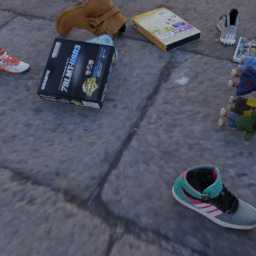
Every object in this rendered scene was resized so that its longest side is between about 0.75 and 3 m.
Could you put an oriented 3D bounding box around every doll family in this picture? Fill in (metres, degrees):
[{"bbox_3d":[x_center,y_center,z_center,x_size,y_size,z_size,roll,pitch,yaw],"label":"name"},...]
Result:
[{"bbox_3d":[3.793,-0.993,8.037,1.621,2.805,1.101,16,8,36],"label":"doll family"}]

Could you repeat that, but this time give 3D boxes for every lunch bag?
[{"bbox_3d":[-1.076,-2.713,10.169,1.306,0.539,1.050,-27,93,-20],"label":"lunch bag"}]

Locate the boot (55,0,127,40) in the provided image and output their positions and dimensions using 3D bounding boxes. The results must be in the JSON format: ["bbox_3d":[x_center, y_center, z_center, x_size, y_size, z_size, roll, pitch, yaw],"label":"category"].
[{"bbox_3d":[-1.477,-4.100,11.022,2.223,2.863,1.098,41,44,-11],"label":"boot"}]

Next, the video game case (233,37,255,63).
[{"bbox_3d":[4.926,-2.905,10.820,1.449,0.183,1.590,18,52,15],"label":"video game case"}]

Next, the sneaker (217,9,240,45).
[{"bbox_3d":[4.214,-4.427,11.480,0.766,1.180,2.043,5,49,4],"label":"sneaker"}]

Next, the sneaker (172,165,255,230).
[{"bbox_3d":[2.013,1.467,6.234,2.039,1.231,0.852,20,56,17],"label":"sneaker"}]

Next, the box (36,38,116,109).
[{"bbox_3d":[-1.643,-1.819,9.160,2.120,0.531,2.136,11,72,7],"label":"box"}]

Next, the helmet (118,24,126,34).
[{"bbox_3d":[-0.619,-4.395,11.675,0.997,0.997,0.950,-25,70,-20],"label":"helmet"}]

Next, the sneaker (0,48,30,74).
[{"bbox_3d":[-4.282,-2.410,9.977,1.454,0.779,0.486,7,49,6],"label":"sneaker"}]

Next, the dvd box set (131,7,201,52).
[{"bbox_3d":[1.543,-4.226,11.845,1.851,0.372,2.530,-26,54,-21],"label":"dvd box set"}]
